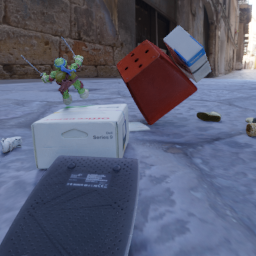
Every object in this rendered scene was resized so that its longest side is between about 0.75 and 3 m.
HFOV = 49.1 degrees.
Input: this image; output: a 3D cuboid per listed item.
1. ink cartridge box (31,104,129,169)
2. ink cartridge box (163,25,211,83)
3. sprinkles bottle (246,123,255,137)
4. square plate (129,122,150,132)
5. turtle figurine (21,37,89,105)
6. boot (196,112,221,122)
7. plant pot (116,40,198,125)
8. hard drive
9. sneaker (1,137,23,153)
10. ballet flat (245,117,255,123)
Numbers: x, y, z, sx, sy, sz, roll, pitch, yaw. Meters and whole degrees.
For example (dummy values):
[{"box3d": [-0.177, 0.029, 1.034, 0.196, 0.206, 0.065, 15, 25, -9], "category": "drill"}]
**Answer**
[{"box3d": [-1.137, 0.120, 8.020, 2.125, 1.280, 2.925, -1, 11, 5], "category": "ink cartridge box"}, {"box3d": [2.545, -3.039, 11.838, 1.561, 0.902, 2.139, 52, 9, 28], "category": "ink cartridge box"}, {"box3d": [5.090, 0.039, 10.163, 1.498, 0.511, 0.511, -2, 13, -7], "category": "sprinkles bottle"}, {"box3d": [0.184, -0.072, 11.435, 1.151, 0.164, 1.140, -4, 14, -17], "category": "square plate"}, {"box3d": [-1.958, -1.701, 8.699, 1.814, 1.758, 1.305, 28, 63, 28], "category": "turtle figurine"}, {"box3d": [3.790, -0.574, 13.082, 1.102, 0.397, 0.853, 11, 17, 19], "category": "boot"}, {"box3d": [0.956, -2.129, 11.772, 2.499, 2.202, 2.496, -37, 40, 11], "category": "plant pot"}, {"box3d": [-0.661, 1.232, 3.893, 1.584, 0.497, 2.348, 2, 30, 8], "category": "hard drive"}, {"box3d": [-3.537, 0.478, 8.548, 0.578, 0.378, 1.005, -8, 11, -20], "category": "sneaker"}, {"box3d": [5.910, -0.330, 11.680, 1.911, 0.543, 0.635, 3, 13, 11], "category": "ballet flat"}]
